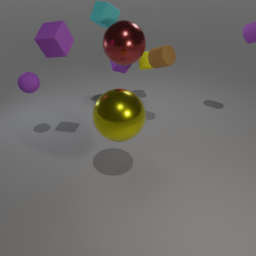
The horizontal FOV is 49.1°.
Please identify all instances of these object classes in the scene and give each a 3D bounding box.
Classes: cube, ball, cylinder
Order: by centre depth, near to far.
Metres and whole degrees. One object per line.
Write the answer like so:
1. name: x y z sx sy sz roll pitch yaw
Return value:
1. ball: -0.233 -0.336 7.387 1.400 1.400 1.400 0 30 0
2. cube: -2.058 -2.486 7.887 0.700 0.700 0.700 2 58 21
3. ball: -0.122 -2.740 9.071 1.400 1.400 1.400 0 30 0
4. ball: -3.291 -1.507 9.303 0.700 0.700 0.700 0 30 0
5. cylinder: 1.175 -2.473 9.743 0.700 0.700 0.700 -28 19 -39
6. cylinder: 4.613 -3.454 10.013 0.700 0.700 0.700 -24 12 -35
7. cube: -0.841 -4.099 10.177 0.700 0.700 0.700 27 10 39
8. cylinder: 0.838 -3.059 12.755 0.700 0.700 0.700 -5 5 0
9. cube: -0.327 -3.073 13.028 0.700 0.700 0.700 7 55 -32
